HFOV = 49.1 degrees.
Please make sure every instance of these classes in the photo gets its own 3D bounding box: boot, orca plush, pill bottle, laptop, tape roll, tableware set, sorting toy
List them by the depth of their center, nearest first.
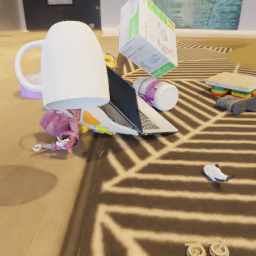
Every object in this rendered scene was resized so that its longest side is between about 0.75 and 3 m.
[{"bbox_3d":[1.561,2.380,5.457,0.832,0.167,0.550,-3,25,-5],"label":"tableware set"},{"bbox_3d":[2.501,1.269,7.628,0.344,0.509,0.967,30,-17,-27],"label":"orca plush"},{"bbox_3d":[0.291,-1.202,9.964,2.942,1.705,2.755,-2,36,-40],"label":"laptop"},{"bbox_3d":[-0.508,-0.240,10.146,1.997,1.185,2.218,17,15,5],"label":"sorting toy"},{"bbox_3d":[5.057,-1.214,12.616,1.971,0.688,1.297,-8,24,-22],"label":"boot"},{"bbox_3d":[1.177,-1.659,12.919,1.221,1.221,2.175,-15,29,-29],"label":"pill bottle"},{"bbox_3d":[5.495,-2.133,14.417,2.288,0.801,2.302,21,32,38],"label":"sorting toy"},{"bbox_3d":[-4.447,-2.266,14.764,2.344,0.769,2.344,-1,25,0],"label":"tape roll"}]

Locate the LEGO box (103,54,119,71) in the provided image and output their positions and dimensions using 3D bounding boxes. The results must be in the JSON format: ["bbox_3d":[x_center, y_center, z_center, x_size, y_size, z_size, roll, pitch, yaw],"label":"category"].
[{"bbox_3d":[-1.213,-2.388,10.959,1.100,0.570,1.478,-25,-3,26],"label":"LEGO box"}]

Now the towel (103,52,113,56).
[{"bbox_3d":[-1.960,-3.080,15.133,2.371,1.963,1.014,-7,21,-14],"label":"towel"}]

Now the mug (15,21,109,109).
[{"bbox_3d":[-1.564,-1.457,6.658,2.106,1.846,1.555,-5,-4,-15],"label":"mug"}]

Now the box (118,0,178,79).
[{"bbox_3d":[0.852,-3.958,12.137,1.316,2.401,2.721,-25,49,38],"label":"box"}]

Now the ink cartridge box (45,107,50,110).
[{"bbox_3d":[-3.108,-1.117,12.650,1.064,0.450,0.769,2,25,8],"label":"ink cartridge box"}]

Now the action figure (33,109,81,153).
[{"bbox_3d":[-2.151,0.180,9.498,1.764,1.587,2.369,32,13,-41],"label":"action figure"}]
